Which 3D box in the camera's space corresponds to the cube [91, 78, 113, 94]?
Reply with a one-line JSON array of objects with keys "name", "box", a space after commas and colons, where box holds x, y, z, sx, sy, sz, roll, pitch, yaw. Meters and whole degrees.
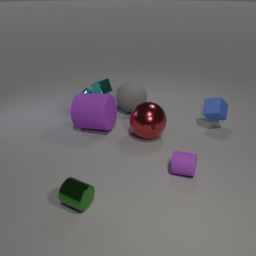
[{"name": "cube", "box": [-1.346, -2.065, 14.385, 0.700, 0.700, 0.700, -25, 10, -38]}]

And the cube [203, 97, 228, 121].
[{"name": "cube", "box": [3.469, -0.743, 11.116, 0.700, 0.700, 0.700, -5, -25, 43]}]

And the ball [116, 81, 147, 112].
[{"name": "ball", "box": [0.153, -1.418, 12.628, 1.400, 1.400, 1.400, 0, 28, 0]}]

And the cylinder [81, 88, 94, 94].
[{"name": "cylinder", "box": [-1.893, -1.352, 12.792, 0.700, 0.700, 0.700, 42, 12, -12]}]

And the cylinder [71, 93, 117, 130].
[{"name": "cylinder", "box": [-1.321, -0.652, 11.096, 1.400, 1.400, 1.400, 4, 28, 19]}]

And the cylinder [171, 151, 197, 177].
[{"name": "cylinder", "box": [1.729, 1.096, 8.628, 0.700, 0.700, 0.700, 7, 29, 17]}]

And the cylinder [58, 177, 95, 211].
[{"name": "cylinder", "box": [-1.349, 1.739, 7.399, 0.700, 0.700, 0.700, 18, 32, 22]}]

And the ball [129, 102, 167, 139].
[{"name": "ball", "box": [0.755, -0.291, 10.526, 1.400, 1.400, 1.400, 0, 28, 0]}]
